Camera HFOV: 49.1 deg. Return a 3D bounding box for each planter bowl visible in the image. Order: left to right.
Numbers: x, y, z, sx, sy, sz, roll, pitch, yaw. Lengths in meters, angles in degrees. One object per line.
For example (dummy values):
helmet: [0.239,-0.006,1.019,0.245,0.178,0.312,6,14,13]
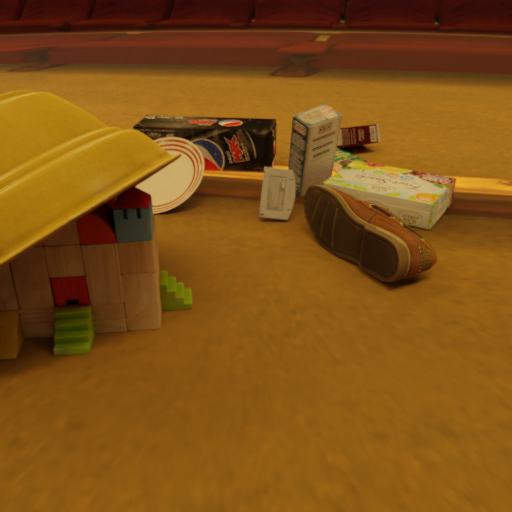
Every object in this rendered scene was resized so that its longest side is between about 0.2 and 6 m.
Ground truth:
planter bowl: [-2.912,-0.832,6.621,3.814,1.589,3.814,-31,12,7]

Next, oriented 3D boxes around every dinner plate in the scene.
dinner plate: [-1.799,-1.504,10.623,1.761,0.213,1.761,-7,60,13]

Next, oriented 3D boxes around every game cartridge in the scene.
game cartridge: [0.386,-1.086,9.872,0.601,0.902,0.183,7,0,2]

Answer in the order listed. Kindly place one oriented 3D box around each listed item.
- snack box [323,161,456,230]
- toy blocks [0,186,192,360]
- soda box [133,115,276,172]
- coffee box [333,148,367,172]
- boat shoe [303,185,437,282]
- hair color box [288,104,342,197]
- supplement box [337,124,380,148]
snack box: [2.458,-1.179,10.396,2.051,0.543,1.459,15,34,29]
toy blocks: [-2.407,-0.179,6.611,3.202,2.189,1.600,-3,27,-6]
soda box: [-1.113,-2.543,12.632,3.092,0.979,1.094,3,28,7]
coffee box: [1.882,-2.149,12.669,0.700,0.251,1.139,-13,30,-25]
boat shoe: [1.662,-0.369,8.602,0.853,0.903,2.509,-8,35,-28]
hair color box: [1.081,-1.989,10.678,0.806,1.612,0.488,-26,53,-26]
supplement box: [2.140,-2.870,13.623,1.538,0.468,0.837,-10,9,-19]
